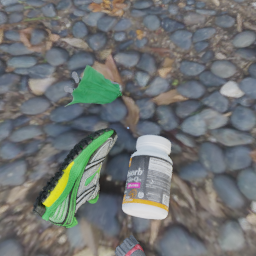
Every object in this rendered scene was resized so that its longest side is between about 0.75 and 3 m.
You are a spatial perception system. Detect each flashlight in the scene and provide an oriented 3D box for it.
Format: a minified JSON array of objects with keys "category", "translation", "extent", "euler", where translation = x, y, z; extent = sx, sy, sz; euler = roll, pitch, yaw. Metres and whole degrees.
[{"category":"flashlight","translation":[0.437,3.091,5.935],"extent":[0.563,0.565,1.662],"euler":[-25,56,-38]}]

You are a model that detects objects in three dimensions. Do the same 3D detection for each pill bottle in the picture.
[{"category":"pill bottle","translation":[0.511,1.165,6.714],"extent":[1.062,1.062,1.825],"euler":[8,64,5]}]

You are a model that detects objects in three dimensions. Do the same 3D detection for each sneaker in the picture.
[{"category":"sneaker","translation":[-1.081,1.137,6.929],"extent":[1.160,1.063,2.724],"euler":[41,70,-18]}]

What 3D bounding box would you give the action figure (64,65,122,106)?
[{"category":"action figure","translation":[-0.817,-1.069,7.829],"extent":[0.565,2.066,1.220],"euler":[47,112,25]}]
